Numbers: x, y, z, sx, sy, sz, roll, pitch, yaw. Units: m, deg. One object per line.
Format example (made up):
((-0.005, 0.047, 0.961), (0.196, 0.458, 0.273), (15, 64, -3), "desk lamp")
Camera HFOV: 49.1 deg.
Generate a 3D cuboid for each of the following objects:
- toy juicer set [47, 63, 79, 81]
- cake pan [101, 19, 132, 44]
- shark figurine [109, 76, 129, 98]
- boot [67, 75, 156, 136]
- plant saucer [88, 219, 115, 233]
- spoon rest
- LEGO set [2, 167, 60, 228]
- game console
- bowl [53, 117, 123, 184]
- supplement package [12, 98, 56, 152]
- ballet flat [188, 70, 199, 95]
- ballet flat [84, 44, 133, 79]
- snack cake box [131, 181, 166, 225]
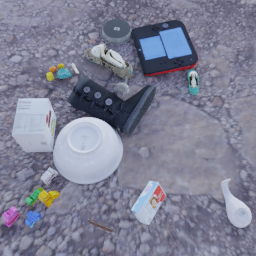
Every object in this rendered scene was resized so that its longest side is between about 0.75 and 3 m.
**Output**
((-2.861, -2.519, 12.546), (1.474, 0.401, 0.938), (-7, 45, 2), "toy juicer set")
((-0.545, -4.802, 13.811), (1.589, 0.291, 1.589), (0, 62, 0), "cake pan")
((-0.524, -1.538, 11.316), (0.680, 1.629, 0.974), (11, 66, -26), "shark figurine")
((-0.655, -1.345, 11.527), (2.982, 0.979, 2.458), (27, 69, 18), "boot")
((-0.879, 3.148, 8.944), (0.934, 0.934, 0.150), (20, 72, 10), "plant saucer")
((3.688, 2.602, 9.713), (0.820, 0.500, 1.651), (-18, 76, -8), "spoon rest")
((-3.085, 2.414, 9.447), (0.917, 0.987, 2.405), (33, 66, 16), "LEGO set")
((1.701, -3.835, 13.177), (2.606, 0.457, 2.946), (-10, 62, -6), "game console")
((-1.542, 0.596, 10.333), (2.694, 1.211, 2.694), (0, 61, 0), "bowl")
((-3.453, -0.084, 10.541), (1.127, 1.465, 1.532), (-2, 61, -1), "supplement package")
((2.875, -2.116, 12.217), (0.469, 0.490, 1.392), (0, 60, 5), "ballet flat")
((-0.871, -3.159, 12.499), (2.671, 1.006, 0.906), (34, 66, 17), "ballet flat")
((0.713, 2.499, 9.417), (0.420, 0.719, 1.251), (3, 44, 45), "snack cake box")
